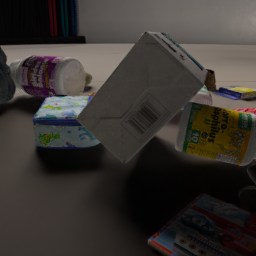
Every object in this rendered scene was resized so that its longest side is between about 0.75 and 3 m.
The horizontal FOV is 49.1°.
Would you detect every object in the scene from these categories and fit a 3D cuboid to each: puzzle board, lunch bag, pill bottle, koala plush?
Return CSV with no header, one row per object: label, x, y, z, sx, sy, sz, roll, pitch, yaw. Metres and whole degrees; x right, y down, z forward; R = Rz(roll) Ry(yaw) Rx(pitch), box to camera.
puzzle board,1.415,1.436,3.401,1.894,0.165,1.428,17,26,39
lunch bag,-1.379,-0.225,7.029,1.648,0.845,2.050,2,21,-3
pill bottle,-3.163,-1.950,10.665,2.792,1.568,1.568,9,22,25
koala plush,-5.661,-1.697,9.479,2.852,2.621,2.529,-17,42,2
pill bottle,1.948,0.150,5.528,1.853,1.045,1.045,13,22,12

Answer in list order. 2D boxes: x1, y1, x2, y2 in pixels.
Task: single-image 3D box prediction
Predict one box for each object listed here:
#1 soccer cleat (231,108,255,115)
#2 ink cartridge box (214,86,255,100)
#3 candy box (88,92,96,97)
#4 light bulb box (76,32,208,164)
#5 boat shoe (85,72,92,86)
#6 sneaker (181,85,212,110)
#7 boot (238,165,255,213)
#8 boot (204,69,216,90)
soccer cleat,2.954,-0.104,6.192,3.000,1.147,1.000,15,25,35
ink cartridge box,4.282,-1.444,11.181,1.245,0.293,1.231,-8,22,-25
candy box,-0.459,-0.951,9.566,1.593,0.450,0.929,10,21,20
light bulb box,0.416,-0.755,5.949,1.374,2.182,2.202,44,25,1
boat shoe,-2.851,-2.391,13.032,2.415,0.903,0.826,14,20,8
sneaker,1.541,-1.215,9.540,2.508,0.923,1.479,13,27,6
boot,2.104,0.895,4.412,1.025,0.409,1.128,22,27,-4
boot,3.362,-2.399,13.002,0.820,0.841,2.228,-9,20,-17
